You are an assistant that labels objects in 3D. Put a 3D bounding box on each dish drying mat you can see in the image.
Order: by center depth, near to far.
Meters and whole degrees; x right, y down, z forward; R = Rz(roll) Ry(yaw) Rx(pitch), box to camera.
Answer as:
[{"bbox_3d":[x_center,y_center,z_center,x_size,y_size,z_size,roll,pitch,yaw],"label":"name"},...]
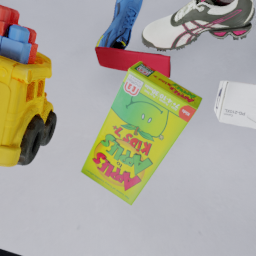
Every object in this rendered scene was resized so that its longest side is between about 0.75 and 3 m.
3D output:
[{"bbox_3d":[0.130,-1.683,7.091,1.926,0.740,0.175,11,59,14],"label":"dish drying mat"}]

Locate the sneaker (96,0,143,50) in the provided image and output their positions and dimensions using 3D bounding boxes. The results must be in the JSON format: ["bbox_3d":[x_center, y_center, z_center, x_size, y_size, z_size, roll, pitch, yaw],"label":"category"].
[{"bbox_3d":[-0.078,-3.002,8.207,0.813,2.466,0.967,15,21,-41],"label":"sneaker"}]

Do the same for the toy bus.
[{"bbox_3d":[-2.465,-0.956,5.824,1.996,2.823,2.941,17,12,-3],"label":"toy bus"}]

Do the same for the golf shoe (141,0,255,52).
[{"bbox_3d":[1.537,-2.646,6.657,2.693,1.186,1.039,-7,60,19],"label":"golf shoe"}]

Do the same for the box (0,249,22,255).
[{"bbox_3d":[-2.184,2.027,3.958,0.991,0.999,0.616,-1,58,7],"label":"box"}]

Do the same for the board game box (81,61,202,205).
[{"bbox_3d":[0.126,0.175,4.613,1.117,2.198,0.523,32,33,6],"label":"board game box"}]

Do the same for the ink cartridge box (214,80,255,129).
[{"bbox_3d":[2.822,-0.547,6.342,1.504,0.876,2.077,11,12,13],"label":"ink cartridge box"}]
